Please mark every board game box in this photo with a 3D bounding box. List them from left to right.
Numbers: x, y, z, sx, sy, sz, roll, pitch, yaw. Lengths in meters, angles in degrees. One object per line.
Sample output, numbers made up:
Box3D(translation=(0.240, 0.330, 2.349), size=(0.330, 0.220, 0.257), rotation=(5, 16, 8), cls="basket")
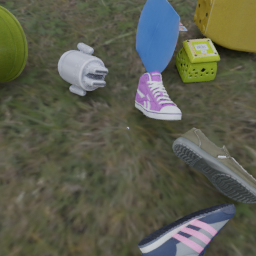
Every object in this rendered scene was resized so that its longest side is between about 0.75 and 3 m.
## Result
Box3D(translation=(0.944, -2.631, 7.991), size=(0.473, 1.918, 2.427), rotation=(1, 48, -24), cls="board game box")

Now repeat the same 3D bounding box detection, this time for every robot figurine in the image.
Box3D(translation=(-1.215, -1.516, 7.298), size=(1.551, 1.315, 0.876), rotation=(27, 19, 37), cls="robot figurine")

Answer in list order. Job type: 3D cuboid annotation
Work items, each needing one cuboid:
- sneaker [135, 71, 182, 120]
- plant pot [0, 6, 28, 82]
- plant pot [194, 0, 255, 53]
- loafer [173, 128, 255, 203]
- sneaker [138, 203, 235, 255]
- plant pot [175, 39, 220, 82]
Box3D(translation=(0.655, -0.787, 6.428), size=(0.630, 0.990, 1.737), rotation=(-2, 20, -28), cls="sneaker")
Box3D(translation=(-3.924, -1.967, 6.788), size=(2.066, 2.066, 1.989), rotation=(16, 23, 12), cls="plant pot")
Box3D(translation=(3.092, -3.473, 8.267), size=(1.935, 1.891, 1.879), rotation=(-2, 44, -9), cls="plant pot")
Box3D(translation=(1.846, 0.691, 5.454), size=(2.019, 0.759, 0.703), rotation=(39, 61, -1), cls="loafer")
Box3D(translation=(1.188, 2.019, 5.035), size=(2.003, 0.703, 0.822), rotation=(-19, 78, -18), cls="sneaker")
Box3D(translation=(1.976, -1.954, 7.931), size=(0.977, 0.887, 0.972), rotation=(-7, 58, -9), cls="plant pot")
